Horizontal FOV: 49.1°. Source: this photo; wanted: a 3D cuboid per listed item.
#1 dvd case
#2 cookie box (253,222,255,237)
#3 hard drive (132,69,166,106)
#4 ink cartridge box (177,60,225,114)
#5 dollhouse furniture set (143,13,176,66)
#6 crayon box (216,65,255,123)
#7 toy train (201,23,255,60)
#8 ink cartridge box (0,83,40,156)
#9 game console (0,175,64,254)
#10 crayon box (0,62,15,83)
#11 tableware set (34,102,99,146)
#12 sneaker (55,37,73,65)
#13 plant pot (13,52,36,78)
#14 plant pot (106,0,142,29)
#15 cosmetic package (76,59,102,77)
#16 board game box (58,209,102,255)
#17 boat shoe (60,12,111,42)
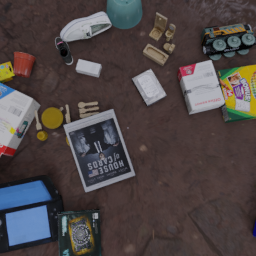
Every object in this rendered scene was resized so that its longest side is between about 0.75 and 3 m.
[{"bbox_3d":[-1.030,0.805,10.135,1.918,0.316,2.552,-19,87,-4],"label":"dvd case"},{"bbox_3d":[6.134,2.997,9.468,2.945,1.107,2.519,19,78,3],"label":"cookie box"},{"bbox_3d":[0.811,-1.558,10.819,0.869,0.235,1.244,-28,81,-5],"label":"hard drive"},{"bbox_3d":[2.714,-1.504,10.549,1.261,0.724,1.737,-13,79,-3],"label":"ink cartridge box"},{"bbox_3d":[1.229,-3.384,10.762,1.203,1.031,1.265,33,81,6],"label":"dollhouse furniture set"},{"bbox_3d":[4.339,-1.305,10.585,1.704,0.576,1.975,-9,79,-2],"label":"crayon box"},{"bbox_3d":[3.888,-3.442,10.893,2.151,0.916,1.226,-12,70,-2],"label":"toy train"},{"bbox_3d":[-4.633,-0.078,10.167,1.598,0.925,2.750,25,80,5],"label":"ink cartridge box"},{"bbox_3d":[-3.554,2.916,9.305,2.559,1.489,2.250,-11,79,-2],"label":"game console"},{"bbox_3d":[-4.941,-2.102,10.906,1.024,0.260,0.650,-20,80,-3],"label":"crayon box"},{"bbox_3d":[-2.161,-0.027,10.465,2.510,0.385,1.691,-9,88,-4],"label":"tableware set"},{"bbox_3d":[-2.541,-3.132,10.925,0.444,0.623,1.257,-26,79,-3],"label":"sneaker"},{"bbox_3d":[-4.019,-2.391,10.736,0.812,0.812,0.789,9,87,2],"label":"plant pot"},{"bbox_3d":[-0.156,-4.858,10.975,1.482,1.189,1.482,0,79,0],"label":"plant pot"},{"bbox_3d":[-1.528,-2.326,10.922,0.901,0.333,0.458,15,79,5],"label":"cosmetic package"},{"bbox_3d":[-1.608,3.847,9.375,1.413,0.294,2.090,-1,85,-11],"label":"board game box"},{"bbox_3d":[-1.624,-3.878,10.950,2.062,0.759,0.689,-31,66,-6],"label":"boat shoe"}]
